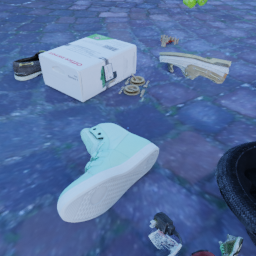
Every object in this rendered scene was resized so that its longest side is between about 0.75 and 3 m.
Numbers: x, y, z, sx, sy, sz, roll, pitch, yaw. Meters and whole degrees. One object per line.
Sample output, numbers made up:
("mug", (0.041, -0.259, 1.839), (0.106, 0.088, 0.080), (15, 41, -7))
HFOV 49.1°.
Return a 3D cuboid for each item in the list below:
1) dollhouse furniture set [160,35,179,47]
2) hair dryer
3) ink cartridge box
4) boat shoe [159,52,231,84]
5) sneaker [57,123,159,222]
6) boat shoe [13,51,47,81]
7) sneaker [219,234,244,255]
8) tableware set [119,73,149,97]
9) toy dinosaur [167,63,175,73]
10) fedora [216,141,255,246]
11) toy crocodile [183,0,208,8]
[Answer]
("dollhouse furniture set", (1.833, -4.005, 12.935), (0.782, 0.403, 0.773), (25, 32, 29))
("hair dryer", (0.723, 2.416, 4.178), (1.646, 0.587, 2.162), (-33, 47, -31))
("ink cartridge box", (-1.331, -2.215, 9.782), (2.031, 1.172, 2.781), (26, 44, 30))
("boat shoe", (0.943, -0.876, 4.044), (1.033, 0.353, 0.386), (10, 17, 1))
("sneaker", (-0.728, 0.775, 5.933), (1.614, 1.007, 2.737), (30, 36, 26))
("boat shoe", (-3.281, -2.518, 10.598), (0.813, 0.686, 2.280), (24, 43, 29))
("sneaker", (1.699, 2.117, 4.837), (0.334, 0.290, 0.754), (19, 33, 38))
("tableware set", (0.227, -1.512, 9.629), (0.817, 0.248, 1.236), (10, 38, 13))
("toy dinosaur", (1.762, -2.563, 11.024), (0.544, 0.293, 1.234), (-7, 34, 2))
("fedora", (2.753, 1.430, 4.862), (2.762, 1.261, 2.762), (0, 32, 0))
("toy crocodile", (2.867, -5.027, 9.922), (2.050, 0.633, 0.692), (-32, 69, 15))
